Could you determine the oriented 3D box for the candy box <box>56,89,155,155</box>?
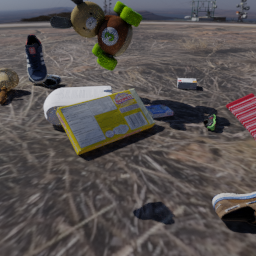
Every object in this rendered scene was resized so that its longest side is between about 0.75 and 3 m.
[{"bbox_3d":[-0.586,-0.290,8.555,2.844,0.376,1.454,-19,69,-35],"label":"candy box"}]

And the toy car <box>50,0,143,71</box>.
[{"bbox_3d":[-1.339,-3.954,10.561,2.816,2.313,2.222,20,25,-29],"label":"toy car"}]

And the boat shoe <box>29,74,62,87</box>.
[{"bbox_3d":[-4.026,-2.291,13.299,1.595,0.564,0.724,4,22,3],"label":"boat shoe"}]

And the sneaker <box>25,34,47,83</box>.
[{"bbox_3d":[-2.013,-1.511,6.013,0.426,0.481,1.137,-13,67,-11],"label":"sneaker"}]

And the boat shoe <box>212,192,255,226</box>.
[{"bbox_3d":[2.468,1.601,5.427,1.534,0.554,0.555,-7,30,9],"label":"boat shoe"}]

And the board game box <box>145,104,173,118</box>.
[{"bbox_3d":[1.145,-0.638,10.364,0.797,0.173,0.793,-9,28,-17],"label":"board game box"}]

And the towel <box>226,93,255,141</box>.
[{"bbox_3d":[2.338,-0.223,5.191,0.661,0.103,0.915,-23,59,-13],"label":"towel"}]

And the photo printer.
[{"bbox_3d":[-1.718,-0.834,9.987,2.435,0.845,2.026,-3,27,-6],"label":"photo printer"}]

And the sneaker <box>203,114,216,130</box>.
[{"bbox_3d":[2.716,-0.241,9.354,0.382,0.350,0.912,10,26,10],"label":"sneaker"}]

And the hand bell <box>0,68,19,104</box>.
[{"bbox_3d":[-5.246,-1.629,11.861,1.051,1.051,2.019,-6,38,-12],"label":"hand bell"}]

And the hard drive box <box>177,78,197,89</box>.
[{"bbox_3d":[2.766,-2.087,13.175,0.858,0.330,0.669,3,25,7],"label":"hard drive box"}]
